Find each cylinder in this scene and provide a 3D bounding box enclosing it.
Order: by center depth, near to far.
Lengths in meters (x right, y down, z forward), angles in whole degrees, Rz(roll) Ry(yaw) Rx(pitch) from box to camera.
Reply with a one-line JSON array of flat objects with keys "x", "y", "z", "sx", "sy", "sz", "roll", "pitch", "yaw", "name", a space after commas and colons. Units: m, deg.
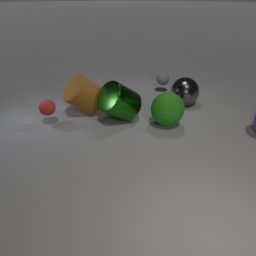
[{"x": -0.370, "y": -1.126, "z": 11.960, "sx": 1.400, "sy": 1.400, "sz": 1.400, "roll": 22, "pitch": 8, "yaw": -44, "name": "cylinder"}, {"x": -1.983, "y": -1.513, "z": 12.631, "sx": 1.400, "sy": 1.400, "sz": 1.400, "roll": 30, "pitch": 7, "yaw": -39, "name": "cylinder"}]

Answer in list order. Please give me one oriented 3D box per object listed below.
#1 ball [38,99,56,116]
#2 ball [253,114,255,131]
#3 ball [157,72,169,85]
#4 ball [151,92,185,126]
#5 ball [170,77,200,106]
[{"x": -3.400, "y": -0.865, "z": 11.766, "sx": 0.700, "sy": 0.700, "sz": 0.700, "roll": 0, "pitch": 28, "yaw": 0, "name": "ball"}, {"x": 5.611, "y": -0.231, "z": 10.849, "sx": 1.400, "sy": 1.400, "sz": 1.400, "roll": 0, "pitch": 28, "yaw": 0, "name": "ball"}, {"x": 1.917, "y": -2.696, "z": 15.354, "sx": 0.700, "sy": 0.700, "sz": 0.700, "roll": 0, "pitch": 28, "yaw": 0, "name": "ball"}, {"x": 1.657, "y": -0.798, "z": 11.724, "sx": 1.400, "sy": 1.400, "sz": 1.400, "roll": 0, "pitch": 28, "yaw": 0, "name": "ball"}, {"x": 2.785, "y": -1.778, "z": 13.728, "sx": 1.400, "sy": 1.400, "sz": 1.400, "roll": 0, "pitch": 28, "yaw": 0, "name": "ball"}]
